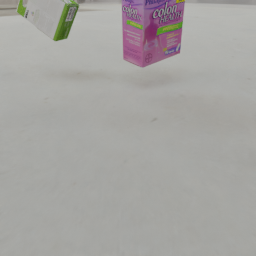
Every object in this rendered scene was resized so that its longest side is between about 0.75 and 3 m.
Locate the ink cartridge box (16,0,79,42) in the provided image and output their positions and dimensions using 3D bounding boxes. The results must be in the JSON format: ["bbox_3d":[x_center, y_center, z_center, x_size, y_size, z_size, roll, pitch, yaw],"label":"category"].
[{"bbox_3d":[-2.509,-3.702,8.672,1.666,1.231,0.631,38,34,7],"label":"ink cartridge box"}]

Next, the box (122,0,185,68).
[{"bbox_3d":[0.811,-3.265,8.954,1.826,2.076,1.004,-27,43,-31],"label":"box"}]
